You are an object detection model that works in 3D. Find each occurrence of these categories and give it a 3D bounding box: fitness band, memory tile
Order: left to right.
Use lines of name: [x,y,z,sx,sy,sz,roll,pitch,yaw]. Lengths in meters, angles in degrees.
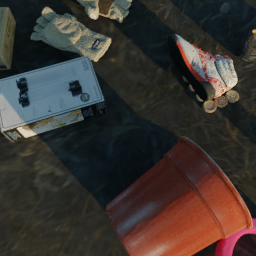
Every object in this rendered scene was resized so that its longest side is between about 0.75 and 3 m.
memory tile: [2.351,-1.191,8.033,1.121,0.123,1.462,-24,70,-9]
fitness band: [3.153,3.274,5.780,2.966,0.555,2.130,42,63,13]

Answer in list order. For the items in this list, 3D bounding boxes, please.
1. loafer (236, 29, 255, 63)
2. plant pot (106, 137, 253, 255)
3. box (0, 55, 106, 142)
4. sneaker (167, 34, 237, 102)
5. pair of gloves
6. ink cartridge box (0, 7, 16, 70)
loafer: [4.511,-2.378,8.100,2.467,0.892,0.898,-1,67,-1]
plant pot: [0.886,1.726,5.844,2.207,2.269,2.269,-34,71,-4]
box: [-2.068,-0.801,7.502,2.645,0.795,1.543,-18,69,-8]
sneaker: [2.093,-1.876,7.863,1.190,0.741,2.220,-26,73,-12]
pair of gloves: [-1.387,-3.514,8.783,2.505,0.517,2.947,21,69,7]
ink cartridge box: [-4.263,-2.630,8.307,1.531,0.698,1.858,-3,68,0]
